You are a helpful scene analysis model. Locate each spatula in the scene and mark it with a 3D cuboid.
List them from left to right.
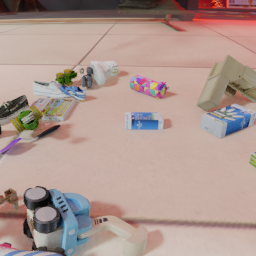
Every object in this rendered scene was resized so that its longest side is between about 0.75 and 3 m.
[{"bbox_3d":[-2.945,0.284,8.590,0.602,0.219,2.129,-13,8,45],"label":"spatula"}]

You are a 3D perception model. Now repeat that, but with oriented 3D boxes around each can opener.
[{"bbox_3d":[-1.930,-2.443,13.177,0.537,0.673,2.013,0,21,-7],"label":"can opener"}]

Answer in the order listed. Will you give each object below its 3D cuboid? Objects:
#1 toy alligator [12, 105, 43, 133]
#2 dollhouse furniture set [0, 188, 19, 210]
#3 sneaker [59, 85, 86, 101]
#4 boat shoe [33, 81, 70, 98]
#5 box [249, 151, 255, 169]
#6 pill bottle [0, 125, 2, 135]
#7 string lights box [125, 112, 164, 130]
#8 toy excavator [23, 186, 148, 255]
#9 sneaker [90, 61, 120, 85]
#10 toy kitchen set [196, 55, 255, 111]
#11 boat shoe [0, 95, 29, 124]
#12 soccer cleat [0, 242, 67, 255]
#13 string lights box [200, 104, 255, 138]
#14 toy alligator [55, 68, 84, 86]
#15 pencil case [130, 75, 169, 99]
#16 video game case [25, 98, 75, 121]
[{"bbox_3d":[-3.026,-0.177,8.607,0.878,0.636,2.649,-38,19,-13],"label":"toy alligator"},{"bbox_3d":[-2.954,1.739,5.590,0.708,0.604,1.365,16,28,30],"label":"dollhouse furniture set"},{"bbox_3d":[-2.215,-1.533,11.352,1.161,0.477,0.429,21,28,1],"label":"sneaker"},{"bbox_3d":[-3.168,-1.695,11.879,1.906,0.623,0.701,3,28,6],"label":"boat shoe"},{"bbox_3d":[4.457,0.903,7.307,2.159,0.375,1.188,-9,29,-16],"label":"box"},{"bbox_3d":[-4.456,0.085,8.695,0.914,0.511,0.511,-7,29,-13],"label":"pill bottle"},{"bbox_3d":[0.533,-0.252,9.459,1.262,0.372,0.649,0,28,1],"label":"string lights box"},{"bbox_3d":[-0.822,1.787,5.255,1.907,0.952,1.854,-8,29,-32],"label":"toy excavator"},{"bbox_3d":[-1.021,-2.801,13.683,1.396,0.890,2.416,-6,31,-12],"label":"sneaker"},{"bbox_3d":[3.903,-1.184,10.974,2.266,2.044,1.848,30,-16,-11],"label":"toy kitchen set"},{"bbox_3d":[-4.323,-0.679,10.024,0.654,0.589,1.849,11,30,20],"label":"boat shoe"},{"bbox_3d":[-1.961,2.295,4.323,2.128,0.743,0.919,1,27,1],"label":"soccer cleat"},{"bbox_3d":[3.332,-0.264,9.336,1.707,0.503,0.877,-18,33,-30],"label":"string lights box"},{"bbox_3d":[-2.824,-2.390,13.088,0.515,0.710,2.143,13,30,22],"label":"toy alligator"},{"bbox_3d":[0.879,-1.800,11.987,1.706,0.754,0.754,22,35,36],"label":"pencil case"},{"bbox_3d":[-2.947,-0.738,10.570,1.545,0.194,1.697,2,28,5],"label":"video game case"}]
